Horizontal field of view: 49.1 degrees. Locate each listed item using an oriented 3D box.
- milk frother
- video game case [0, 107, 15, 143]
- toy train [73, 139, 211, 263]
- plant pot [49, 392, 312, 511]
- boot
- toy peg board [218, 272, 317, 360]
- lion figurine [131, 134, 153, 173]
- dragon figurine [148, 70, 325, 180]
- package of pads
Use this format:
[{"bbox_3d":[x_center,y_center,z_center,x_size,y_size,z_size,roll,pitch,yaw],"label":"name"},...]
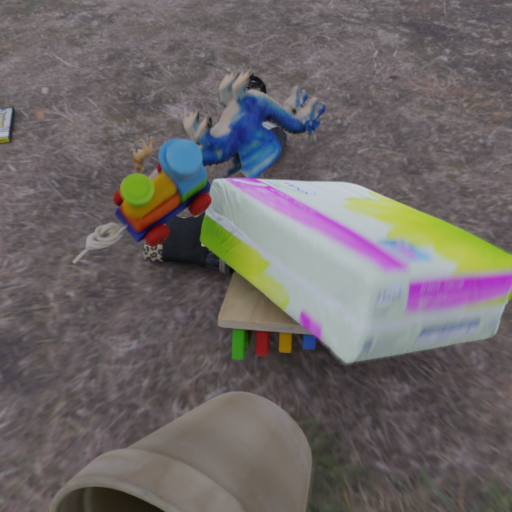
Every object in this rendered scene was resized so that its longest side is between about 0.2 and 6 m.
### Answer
[{"bbox_3d":[0.041,-3.297,13.411,1.463,1.555,1.404,34,49,30],"label":"milk frother"},{"bbox_3d":[-7.010,-3.309,14.391,1.434,0.202,1.587,-10,44,-10],"label":"video game case"},{"bbox_3d":[-1.699,-0.698,7.951,2.331,1.349,0.987,-38,83,-14],"label":"toy train"},{"bbox_3d":[-0.503,2.841,6.363,2.699,2.699,2.342,20,31,20],"label":"plant pot"},{"bbox_3d":[-1.157,-0.649,11.120,1.771,0.861,2.352,4,49,3],"label":"boot"},{"bbox_3d":[0.343,1.017,9.040,1.672,0.821,1.679,4,24,5],"label":"toy peg board"},{"bbox_3d":[-2.189,-1.970,10.860,0.268,0.739,0.452,1,58,-39],"label":"lion figurine"},{"bbox_3d":[-0.330,-2.305,11.594,4.273,2.125,1.258,-51,31,-12],"label":"dragon figurine"},{"bbox_3d":[1.476,-0.076,8.799,3.218,1.421,4.165,-3,25,-33],"label":"package of pads"}]
